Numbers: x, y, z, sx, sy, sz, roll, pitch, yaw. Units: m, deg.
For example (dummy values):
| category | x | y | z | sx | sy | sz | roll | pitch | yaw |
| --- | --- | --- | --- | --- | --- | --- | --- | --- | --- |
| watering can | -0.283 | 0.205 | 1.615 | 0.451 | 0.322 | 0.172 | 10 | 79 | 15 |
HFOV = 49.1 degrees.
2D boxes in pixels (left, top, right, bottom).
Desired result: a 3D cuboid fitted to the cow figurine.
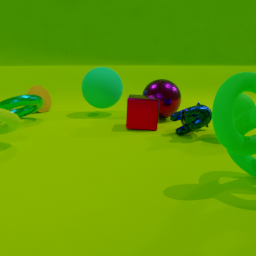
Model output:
| category | x | y | z | sx | sy | sz | roll | pitch | yaw |
| --- | --- | --- | --- | --- | --- | --- | --- | --- | --- |
| cow figurine | 1.687 | -0.267 | 6.855 | 1.288 | 0.718 | 1.309 | -19 | -3 | -25 |

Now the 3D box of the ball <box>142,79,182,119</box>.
| category | x | y | z | sx | sy | sz | roll | pitch | yaw |
| --- | --- | --- | --- | --- | --- | --- | --- | --- | --- |
| ball | 1.009 | -0.876 | 8.488 | 1.206 | 1.206 | 1.206 | 0 | 14 | 0 |

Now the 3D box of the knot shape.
| category | x | y | z | sx | sy | sz | roll | pitch | yaw |
| --- | --- | --- | --- | --- | --- | --- | --- | --- | --- |
| knot shape | 1.857 | -0.082 | 3.855 | 1.615 | 1.726 | 0.798 | 25 | 33 | -15 |

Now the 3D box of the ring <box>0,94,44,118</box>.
| category | x | y | z | sx | sy | sz | roll | pitch | yaw |
| --- | --- | --- | --- | --- | --- | --- | --- | --- | --- |
| ring | -3.209 | -0.595 | 8.182 | 1.494 | 0.299 | 1.494 | -20 | -5 | -2 |

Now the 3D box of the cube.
| category | x | y | z | sx | sy | sz | roll | pitch | yaw |
| --- | --- | --- | --- | --- | --- | --- | --- | --- | --- |
| cube | 0.393 | -0.435 | 7.528 | 0.820 | 0.820 | 0.820 | 4 | 14 | 3 |

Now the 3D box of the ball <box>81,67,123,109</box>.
| category | x | y | z | sx | sy | sz | roll | pitch | yaw |
| --- | --- | --- | --- | --- | --- | --- | --- | --- | --- |
| ball | -0.847 | -1.314 | 9.222 | 1.356 | 1.356 | 1.356 | 0 | 14 | 0 |

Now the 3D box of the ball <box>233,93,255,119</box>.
| category | x | y | z | sx | sy | sz | roll | pitch | yaw |
| --- | --- | --- | --- | --- | --- | --- | --- | --- | --- |
| ball | 2.464 | -0.373 | 6.426 | 0.890 | 0.890 | 0.890 | 0 | 14 | 0 |

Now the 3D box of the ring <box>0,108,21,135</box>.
| category | x | y | z | sx | sy | sz | roll | pitch | yaw |
| --- | --- | --- | --- | --- | --- | --- | --- | --- | --- |
| ring | -2.832 | -0.123 | 5.649 | 1.253 | 0.251 | 1.253 | -5 | -17 | -2 |

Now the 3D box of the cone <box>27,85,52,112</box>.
| category | x | y | z | sx | sy | sz | roll | pitch | yaw |
| --- | --- | --- | --- | --- | --- | --- | --- | --- | --- |
| cone | -3.441 | -0.900 | 10.015 | 0.992 | 0.988 | 0.988 | -17 | 2 | 34 |
